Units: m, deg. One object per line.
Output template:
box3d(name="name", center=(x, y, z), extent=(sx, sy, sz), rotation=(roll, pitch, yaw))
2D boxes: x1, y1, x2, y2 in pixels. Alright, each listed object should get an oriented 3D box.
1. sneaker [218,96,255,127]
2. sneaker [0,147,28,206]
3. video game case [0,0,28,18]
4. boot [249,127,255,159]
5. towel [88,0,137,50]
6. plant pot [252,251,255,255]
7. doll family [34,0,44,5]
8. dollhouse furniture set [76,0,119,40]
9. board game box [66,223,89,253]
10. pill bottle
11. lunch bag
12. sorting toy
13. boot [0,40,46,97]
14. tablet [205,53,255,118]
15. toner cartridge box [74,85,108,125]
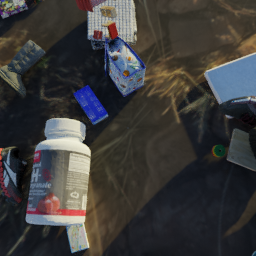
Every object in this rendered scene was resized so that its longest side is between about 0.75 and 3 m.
box3d(name="sneaker", center=(4.276, -0.111, 8.899), extent=(2.752, 1.041, 1.590), rotation=(2, 78, -8))
box3d(name="sneaker", center=(-3.531, 1.407, 8.708), extent=(0.924, 0.669, 1.891), rotation=(-21, 73, -4))
box3d(name="video game case", center=(-4.568, -4.909, 10.868), extent=(1.034, 0.204, 1.141), rotation=(-24, 75, -7))
box3d(name="boot", center=(5.180, 0.724, 8.496), extent=(2.173, 1.094, 2.906), rotation=(-35, 98, -9))
box3d(name="towel", center=(-0.585, -3.877, 10.229), extent=(1.718, 0.888, 2.075), rotation=(-3, 71, -2))
box3d(name="plant pot", center=(4.398, 3.901, 7.686), extent=(1.307, 1.391, 1.391), rotation=(-8, 73, -19))
box3d(name="doll family", center=(-3.637, -5.216, 10.919), extent=(0.489, 0.332, 0.846), rotation=(-23, 69, -2))
box3d(name="dollhouse furniture set", center=(-0.766, -3.238, 8.061), extent=(0.918, 1.705, 0.694), rotation=(-40, 47, -22))
box3d(name="board game box", center=(-1.520, 3.280, 8.428), extent=(0.521, 0.133, 0.776), rotation=(-15, 74, -4))
box3d(name="pill bottle", center=(-1.966, 1.286, 8.246), extent=(1.629, 1.629, 2.943), rotation=(2, 73, 1))
box3d(name="lunch bag", center=(-0.254, -2.111, 9.405), extent=(1.025, 1.407, 1.656), rotation=(-30, 76, -12))
box3d(name="sorting toy", center=(3.761, 0.739, 9.002), extent=(2.225, 0.376, 1.073), rotation=(21, 74, -8))
box3d(name="boot", center=(-3.584, -2.116, 9.881), extent=(1.578, 0.630, 1.736), rotation=(44, 71, 10))
box3d(name="tablet", center=(4.407, -1.661, 9.882), extent=(2.958, 0.202, 1.925), rotation=(-21, 74, -6))
box3d(name="toner cartridge box", center=(-1.273, -0.789, 9.583), extent=(0.605, 0.275, 1.275), rotation=(-32, 75, -8))
